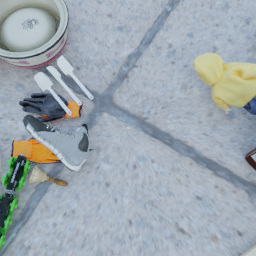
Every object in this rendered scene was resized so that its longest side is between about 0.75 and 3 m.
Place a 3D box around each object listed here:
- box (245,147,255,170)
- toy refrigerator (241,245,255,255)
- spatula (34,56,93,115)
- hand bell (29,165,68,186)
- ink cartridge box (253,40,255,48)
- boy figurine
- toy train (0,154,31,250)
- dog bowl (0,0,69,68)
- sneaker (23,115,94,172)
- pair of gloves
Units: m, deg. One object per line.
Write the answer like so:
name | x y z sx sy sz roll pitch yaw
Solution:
box | 5.258 0.508 7.173 2.942 2.441 2.416 -38 76 -11
toy refrigerator | 3.272 3.397 7.332 0.995 0.348 0.378 -31 67 -10
spatula | -1.947 -1.257 8.572 1.154 0.133 1.660 -39 89 -12
hand bell | -2.210 1.459 7.971 1.028 0.535 0.535 19 72 -6
ink cartridge box | 5.225 -2.288 8.923 1.502 0.865 2.058 -15 72 -5
boy figurine | 3.113 -1.147 8.021 2.871 1.785 0.925 30 47 7
toy train | -3.280 2.162 7.471 0.621 0.840 2.978 16 72 -9
dog bowl | -3.272 -3.232 9.148 2.859 1.054 2.859 0 71 0
sneaker | -1.736 0.129 7.653 1.192 0.774 2.064 -42 110 2
pair of gloves | -2.430 -0.008 8.401 1.928 0.268 2.164 5 76 0
